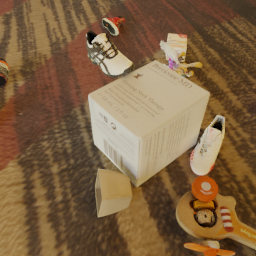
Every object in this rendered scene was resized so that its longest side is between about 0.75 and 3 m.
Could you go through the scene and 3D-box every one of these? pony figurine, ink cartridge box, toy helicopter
[{"bbox_3d":[2.129,-2.887,12.629,1.906,1.644,1.975,41,44,21],"label":"pony figurine"},{"bbox_3d":[2.444,-4.068,14.129,0.992,0.575,1.703,6,48,6],"label":"ink cartridge box"},{"bbox_3d":[2.711,2.798,7.563,2.992,1.180,1.979,24,53,15],"label":"toy helicopter"}]

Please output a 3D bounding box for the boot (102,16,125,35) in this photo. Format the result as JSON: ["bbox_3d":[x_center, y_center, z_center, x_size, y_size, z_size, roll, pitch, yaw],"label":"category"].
[{"bbox_3d":[-0.561,-5.814,15.717,1.237,0.621,1.715,-18,47,-18],"label":"boot"}]

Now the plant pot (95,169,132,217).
[{"bbox_3d":[-0.435,1.935,8.445,0.944,1.065,1.067,0,47,-15],"label":"plant pot"}]

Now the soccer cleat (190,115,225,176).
[{"bbox_3d":[2.785,0.551,9.622,0.839,1.041,2.444,23,51,20],"label":"soccer cleat"}]

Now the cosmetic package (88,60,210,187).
[{"bbox_3d":[0.629,-0.232,9.358,2.956,2.459,2.474,-32,54,-27],"label":"cosmetic package"}]

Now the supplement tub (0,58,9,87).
[{"bbox_3d":[-5.788,-2.536,12.616,0.767,0.767,1.434,-9,48,-8],"label":"supplement tub"}]

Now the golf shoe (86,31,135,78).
[{"bbox_3d":[-0.732,-2.497,9.351,0.922,1.121,2.372,-39,50,-20],"label":"golf shoe"}]
